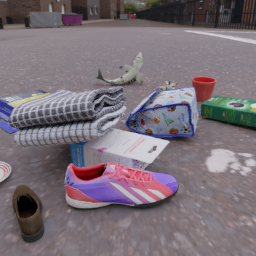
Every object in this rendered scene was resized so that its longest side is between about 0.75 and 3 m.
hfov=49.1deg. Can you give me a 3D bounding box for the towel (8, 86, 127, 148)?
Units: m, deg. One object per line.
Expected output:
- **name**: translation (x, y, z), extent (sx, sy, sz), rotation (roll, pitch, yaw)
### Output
- **towel**: translation (-1.381, -0.446, 7.399), extent (2.276, 1.176, 2.748), rotation (-9, 13, 17)

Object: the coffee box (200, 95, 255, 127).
- **coffee box**: translation (4.133, -0.621, 10.257), extent (2.555, 0.562, 1.571), rotation (14, 26, 32)

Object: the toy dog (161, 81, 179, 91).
- **toy dog**: translation (2.049, -2.068, 13.517), extent (0.809, 0.591, 1.227), rotation (0, 25, 0)

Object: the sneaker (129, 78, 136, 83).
- **sneaker**: translation (0.210, -2.681, 15.219), extent (0.344, 0.303, 0.773), rotation (16, 29, 26)

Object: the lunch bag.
- **lunch bag**: translation (1.154, -0.559, 9.414), extent (2.181, 1.351, 1.855), rotation (-5, 21, 22)

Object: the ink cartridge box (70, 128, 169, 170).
- **ink cartridge box**: translation (-0.201, 0.666, 7.296), extent (2.262, 0.767, 1.302), rotation (12, 27, 26)

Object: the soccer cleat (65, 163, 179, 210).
- **soccer cleat**: translation (-0.102, 1.161, 6.047), extent (2.494, 0.913, 0.851), rotation (-2, 25, -5)

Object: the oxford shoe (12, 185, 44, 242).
- **oxford shoe**: translation (-2.022, 1.505, 5.641), extent (0.560, 0.651, 1.541), rotation (-15, 27, -26)

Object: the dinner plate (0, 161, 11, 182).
- **dinner plate**: translation (-3.551, 1.189, 6.917), extent (1.264, 0.153, 1.264), rotation (0, 25, 0)

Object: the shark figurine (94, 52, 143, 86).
- **shark figurine**: translation (-0.304, -2.724, 14.780), extent (2.722, 1.626, 1.136), rotation (-23, 10, -1)

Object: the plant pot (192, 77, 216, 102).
- **plant pot**: translation (3.277, -1.684, 12.284), extent (1.038, 0.918, 1.038), rotation (1, 25, 0)

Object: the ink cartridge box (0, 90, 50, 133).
- **ink cartridge box**: translation (-3.904, -0.783, 10.762), extent (2.530, 0.602, 2.560), rotation (22, 31, 39)
